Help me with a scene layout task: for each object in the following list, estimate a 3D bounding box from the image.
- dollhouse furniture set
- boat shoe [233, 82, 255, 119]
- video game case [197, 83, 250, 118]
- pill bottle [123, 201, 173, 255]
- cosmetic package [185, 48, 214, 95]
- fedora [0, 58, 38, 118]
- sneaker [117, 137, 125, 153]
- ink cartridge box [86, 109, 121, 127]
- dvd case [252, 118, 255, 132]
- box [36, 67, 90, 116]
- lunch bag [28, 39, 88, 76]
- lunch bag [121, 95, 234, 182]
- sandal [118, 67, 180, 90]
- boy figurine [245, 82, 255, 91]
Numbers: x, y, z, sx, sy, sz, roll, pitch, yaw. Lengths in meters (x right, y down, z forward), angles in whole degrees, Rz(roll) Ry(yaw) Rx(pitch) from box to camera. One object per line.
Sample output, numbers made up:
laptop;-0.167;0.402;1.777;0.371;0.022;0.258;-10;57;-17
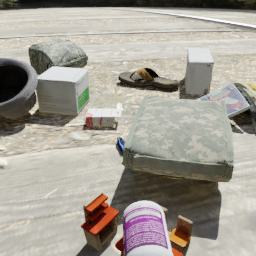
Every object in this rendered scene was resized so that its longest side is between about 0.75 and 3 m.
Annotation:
dollhouse furniture set;0.044;1.980;4.944;1.829;0.952;1.849;20;34;31
boat shoe;4.170;-1.046;10.382;0.897;0.975;2.730;-13;26;-8
video game case;3.275;-0.842;9.867;1.477;0.170;1.346;-25;45;11
pill bottle;0.294;1.847;4.325;0.747;0.747;1.331;-1;30;-2
cosmetic package;3.219;-2.675;12.877;1.086;1.511;2.677;5;27;10
fedora;-4.387;-1.284;10.187;2.741;1.237;2.424;19;61;22
sneaker;-0.125;0.501;8.398;0.294;0.264;0.754;-2;32;-18
ink cartridge box;-0.826;-0.368;9.793;1.193;0.403;0.695;0;29;3
dvd case;5.250;-0.223;9.723;1.754;0.216;2.458;7;29;12
box;-2.449;-1.457;10.759;1.597;1.368;1.589;5;29;10
lunch bag;-3.456;-3.396;13.961;2.010;1.670;2.397;21;35;37
lunch bag;1.294;0.372;7.110;2.389;1.713;2.913;7;25;12
sandal;0.969;-2.376;13.027;2.930;0.800;1.197;13;31;23
boy figurine;5.655;-1.389;11.280;2.417;0.779;1.503;3;30;7
